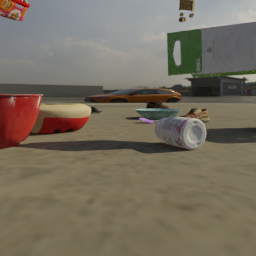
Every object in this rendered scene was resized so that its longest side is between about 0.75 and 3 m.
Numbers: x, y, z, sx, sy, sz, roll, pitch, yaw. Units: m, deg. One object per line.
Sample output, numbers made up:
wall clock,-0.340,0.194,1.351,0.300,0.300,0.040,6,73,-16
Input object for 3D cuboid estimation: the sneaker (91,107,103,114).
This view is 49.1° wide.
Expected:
sneaker,-1.872,-1.079,16.815,0.765,0.406,0.286,-4,7,-29

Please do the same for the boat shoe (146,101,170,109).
boat shoe,1.873,-1.363,17.994,0.739,0.738,2.099,0,6,-36

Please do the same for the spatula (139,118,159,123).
spatula,1.220,-0.248,10.248,1.736,0.178,0.491,3,9,26

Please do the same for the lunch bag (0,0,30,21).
lunch bag,-3.788,-3.741,7.512,1.892,0.775,1.667,41,18,10

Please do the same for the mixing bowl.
mixing bowl,-2.636,-0.160,5.512,1.885,1.021,1.885,1,6,0

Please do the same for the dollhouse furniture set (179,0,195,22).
dollhouse furniture set,1.879,-3.803,8.686,0.488,0.941,0.416,22,42,32

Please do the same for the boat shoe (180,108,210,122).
boat shoe,2.495,-0.489,10.584,1.601,0.575,0.606,-6,9,-43

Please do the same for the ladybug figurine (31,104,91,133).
ladybug figurine,-1.980,-0.285,7.785,2.133,0.767,1.448,-4,8,-34

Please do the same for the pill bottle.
pill bottle,0.981,0.068,5.474,0.574,0.574,1.012,-3,7,-26

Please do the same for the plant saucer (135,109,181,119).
plant saucer,1.394,-0.665,13.006,2.144,0.413,2.144,-1,7,0

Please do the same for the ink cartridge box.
ink cartridge box,1.929,-1.711,6.379,1.984,1.030,0.588,-1,1,18
